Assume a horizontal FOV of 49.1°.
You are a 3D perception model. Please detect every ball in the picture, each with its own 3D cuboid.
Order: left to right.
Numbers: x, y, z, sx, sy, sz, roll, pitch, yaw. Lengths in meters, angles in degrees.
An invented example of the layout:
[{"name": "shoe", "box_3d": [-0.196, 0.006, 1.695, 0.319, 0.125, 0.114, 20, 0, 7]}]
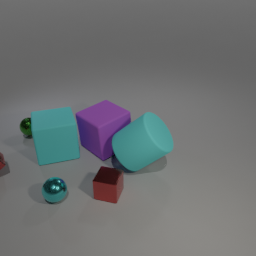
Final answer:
[{"name": "ball", "box_3d": [-3.814, -0.058, 10.811, 0.700, 0.700, 0.700, 0, 29, 0]}, {"name": "ball", "box_3d": [-2.056, 1.724, 7.837, 0.700, 0.700, 0.700, 0, 29, 0]}]

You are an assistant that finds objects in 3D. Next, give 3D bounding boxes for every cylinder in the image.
[{"name": "cylinder", "box_3d": [0.456, 0.439, 8.759, 1.400, 1.400, 1.400, -35, 15, 29]}]

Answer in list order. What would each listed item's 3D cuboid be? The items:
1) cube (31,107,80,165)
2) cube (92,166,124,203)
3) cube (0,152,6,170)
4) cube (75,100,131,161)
[{"name": "cube", "box_3d": [-2.532, 0.241, 9.752, 1.400, 1.400, 1.400, -9, 31, -15]}, {"name": "cube", "box_3d": [-0.554, 1.619, 8.045, 0.700, 0.700, 0.700, 8, 30, 14]}, {"name": "cube", "box_3d": [-4.341, 1.014, 8.658, 0.700, 0.700, 0.700, -41, 38, -6]}, {"name": "cube", "box_3d": [-0.833, 0.034, 10.015, 1.400, 1.400, 1.400, -28, 40, -32]}]
